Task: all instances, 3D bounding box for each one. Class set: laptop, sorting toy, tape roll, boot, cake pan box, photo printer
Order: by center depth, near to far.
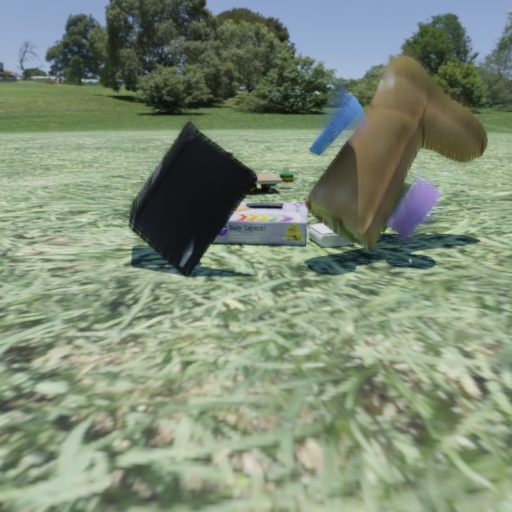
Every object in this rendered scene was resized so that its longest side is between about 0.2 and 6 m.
[{"bbox_3d":[2.668,-0.799,9.538,0.406,0.955,0.955,37,23,5],"label":"tape roll"},{"bbox_3d":[-1.173,-1.069,9.566,1.163,1.996,2.252,34,8,-19],"label":"laptop"},{"bbox_3d":[2.601,-1.524,10.191,2.805,3.203,1.059,34,-14,-21],"label":"boot"},{"bbox_3d":[1.460,-0.424,10.970,0.741,0.309,0.890,-5,16,-14],"label":"photo printer"},{"bbox_3d":[0.132,-0.705,11.603,1.883,0.535,2.045,4,16,6],"label":"cake pan box"},{"bbox_3d":[-0.058,-2.147,16.780,2.635,0.446,1.270,-2,16,-11],"label":"sorting toy"}]

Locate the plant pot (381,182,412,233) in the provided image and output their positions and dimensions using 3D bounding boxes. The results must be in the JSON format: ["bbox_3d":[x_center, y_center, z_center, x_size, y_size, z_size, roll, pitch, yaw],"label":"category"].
[{"bbox_3d":[2.305,-1.196,11.117,1.146,1.072,1.072,30,23,10],"label":"plant pot"}]

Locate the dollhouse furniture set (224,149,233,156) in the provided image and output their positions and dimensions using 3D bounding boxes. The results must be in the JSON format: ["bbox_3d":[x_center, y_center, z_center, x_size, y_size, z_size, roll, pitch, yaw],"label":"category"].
[{"bbox_3d":[-1.642,-2.118,14.576,1.693,1.599,1.105,8,13,-16],"label":"dollhouse furniture set"}]

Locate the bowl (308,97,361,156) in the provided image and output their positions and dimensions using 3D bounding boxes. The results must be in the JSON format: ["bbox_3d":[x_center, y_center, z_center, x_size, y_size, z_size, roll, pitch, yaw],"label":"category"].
[{"bbox_3d":[1.274,-2.061,9.008,0.215,1.095,1.095,40,18,-3],"label":"bowl"}]
